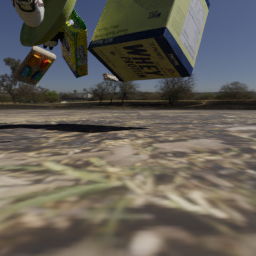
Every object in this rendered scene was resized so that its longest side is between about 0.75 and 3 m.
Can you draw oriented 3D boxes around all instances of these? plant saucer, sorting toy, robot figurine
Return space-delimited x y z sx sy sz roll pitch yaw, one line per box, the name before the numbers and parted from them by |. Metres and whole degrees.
plant saucer | -2.177 -3.263 7.846 2.437 2.437 0.379 4 -17 45
sorting toy | -3.433 -2.256 10.463 0.265 1.454 1.346 41 13 18
robot figurine | -2.490 -2.991 8.955 0.709 0.944 0.589 -18 55 -37

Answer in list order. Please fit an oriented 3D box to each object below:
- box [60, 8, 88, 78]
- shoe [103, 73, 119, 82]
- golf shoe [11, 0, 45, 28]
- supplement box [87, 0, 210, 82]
box | -1.802 -2.869 9.240 0.530 1.286 2.192 -22 -30 -23
shoe | -0.709 -2.303 13.149 1.124 0.300 0.393 6 -4 -38
golf shoe | -1.725 -2.159 4.589 0.534 0.609 1.384 -3 -32 -6
supplement box | 0.723 -3.271 9.024 2.871 2.868 1.927 3 -23 38
